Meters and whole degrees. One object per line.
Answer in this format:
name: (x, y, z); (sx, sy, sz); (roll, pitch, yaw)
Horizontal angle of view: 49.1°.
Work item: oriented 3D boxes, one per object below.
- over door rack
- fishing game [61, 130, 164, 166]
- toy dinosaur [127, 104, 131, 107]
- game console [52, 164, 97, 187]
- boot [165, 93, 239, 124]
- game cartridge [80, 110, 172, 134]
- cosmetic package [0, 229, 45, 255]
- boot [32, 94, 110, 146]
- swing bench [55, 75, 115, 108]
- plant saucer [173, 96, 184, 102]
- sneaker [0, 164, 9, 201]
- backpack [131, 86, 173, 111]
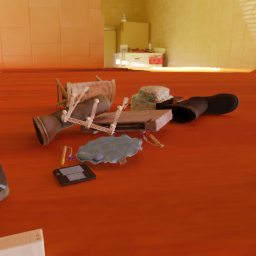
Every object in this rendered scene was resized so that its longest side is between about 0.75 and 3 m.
over door rack: (-1.039, -0.789, 9.667); (1.750, 0.789, 2.369); (17, 33, 4)
fishing game: (-0.488, 0.647, 7.870); (2.757, 0.429, 1.974); (-11, 17, -11)
toy dinosaur: (0.310, -1.282, 14.774); (0.973, 0.374, 0.498); (-2, 9, -17)
game console: (-1.289, 1.103, 6.672); (0.881, 0.137, 0.779); (-9, 18, -28)
boot: (3.225, -0.886, 12.083); (2.460, 0.980, 2.985); (-3, 7, 33)
game cartridge: (-0.020, -0.245, 10.401); (2.966, 0.569, 1.923); (-1, 10, 26)
cosmetic package: (-1.606, 1.739, 3.848); (0.865, 0.440, 0.320); (-5, 16, -21)
boot: (-1.845, -0.371, 9.615); (2.677, 0.971, 2.434); (-15, 19, -17)
swing bench: (-2.195, -1.718, 14.122); (2.400, 1.566, 2.413); (-8, 18, -27)
plant saucer: (2.804, -1.708, 16.603); (1.090, 0.199, 1.090); (0, 15, 0)
sneaker: (-2.971, 1.228, 5.116); (0.655, 0.733, 1.789); (5, 17, 16)
backpack: (1.012, -1.207, 12.743); (1.797, 1.378, 1.580); (4, 21, 33)
